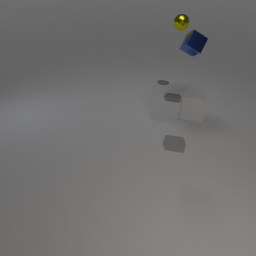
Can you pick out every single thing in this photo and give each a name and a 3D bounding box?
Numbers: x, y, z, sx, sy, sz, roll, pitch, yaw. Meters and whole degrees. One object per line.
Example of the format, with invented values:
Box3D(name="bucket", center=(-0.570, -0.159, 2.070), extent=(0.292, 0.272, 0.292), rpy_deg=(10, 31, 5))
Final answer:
Box3D(name="ball", center=(2.362, -4.657, 12.356), extent=(0.700, 0.700, 0.700), rpy_deg=(0, 31, 0))
Box3D(name="cube", center=(1.971, -0.641, 8.546), extent=(0.700, 0.700, 0.700), rpy_deg=(9, 22, 13))
Box3D(name="cube", center=(2.591, -3.337, 11.085), extent=(0.700, 0.700, 0.700), rpy_deg=(28, -2, -11))
